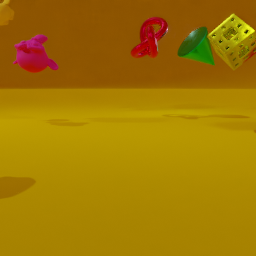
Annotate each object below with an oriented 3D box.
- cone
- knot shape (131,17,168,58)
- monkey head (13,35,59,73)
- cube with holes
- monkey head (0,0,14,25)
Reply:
[{"bbox_3d":[2.906,-2.858,10.782,1.418,1.412,1.412,36,-7,-23],"label":"cone"},{"bbox_3d":[0.802,-3.220,10.313,0.820,1.774,1.660,24,22,-17],"label":"knot shape"},{"bbox_3d":[-2.806,-2.244,8.522,1.572,0.947,1.131,11,45,16],"label":"monkey head"},{"bbox_3d":[2.552,-2.054,6.755,0.773,0.773,0.773,30,25,-52],"label":"cube with holes"},{"bbox_3d":[-4.232,-3.846,9.242,1.112,0.800,0.670,-42,-15,5],"label":"monkey head"}]
